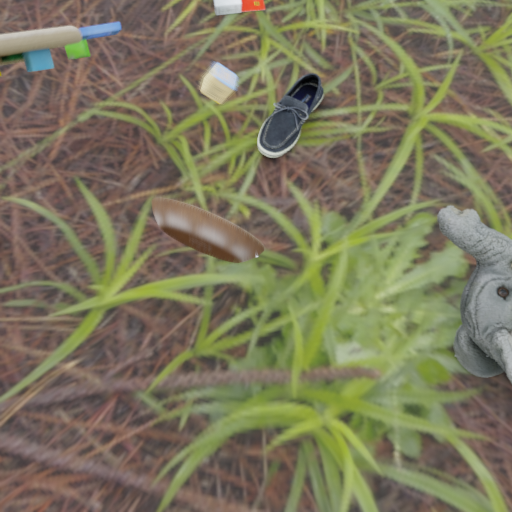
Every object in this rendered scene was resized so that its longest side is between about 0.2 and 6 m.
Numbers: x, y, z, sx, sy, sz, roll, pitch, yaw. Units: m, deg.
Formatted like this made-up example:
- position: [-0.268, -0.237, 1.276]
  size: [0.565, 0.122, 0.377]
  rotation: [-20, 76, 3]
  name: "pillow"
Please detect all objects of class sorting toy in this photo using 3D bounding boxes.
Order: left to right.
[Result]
- position: [-3.438, -2.668, 7.644]
  size: [3.291, 0.448, 1.853]
  rotation: [-22, 21, -29]
  name: "sorting toy"

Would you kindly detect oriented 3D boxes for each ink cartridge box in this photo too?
- position: [-0.417, -5.764, 12.095]
  size: [1.068, 0.268, 1.230]
  rotation: [-8, 64, -2]
  name: "ink cartridge box"

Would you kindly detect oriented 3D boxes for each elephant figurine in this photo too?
- position: [3.784, 1.040, 7.882]
  size: [3.106, 2.197, 2.409]
  rotation: [11, 50, -2]
  name: "elephant figurine"

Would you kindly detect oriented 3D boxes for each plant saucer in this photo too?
- position: [-0.600, -0.237, 6.496]
  size: [1.421, 1.421, 0.260]
  rotation: [22, 80, 10]
  name: "plant saucer"

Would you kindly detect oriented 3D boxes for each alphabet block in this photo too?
- position: [-0.537, -2.471, 8.039]
  size: [0.356, 0.362, 0.354]
  rotation: [29, 48, -24]
  name: "alphabet block"

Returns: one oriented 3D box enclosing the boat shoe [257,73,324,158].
- position: [0.643, -2.645, 10.406]
  size: [0.730, 0.609, 1.957]
  rotation: [31, 70, 12]
  name: "boat shoe"
